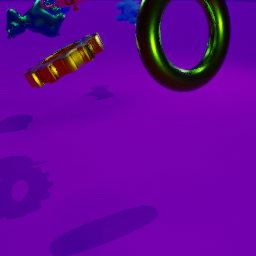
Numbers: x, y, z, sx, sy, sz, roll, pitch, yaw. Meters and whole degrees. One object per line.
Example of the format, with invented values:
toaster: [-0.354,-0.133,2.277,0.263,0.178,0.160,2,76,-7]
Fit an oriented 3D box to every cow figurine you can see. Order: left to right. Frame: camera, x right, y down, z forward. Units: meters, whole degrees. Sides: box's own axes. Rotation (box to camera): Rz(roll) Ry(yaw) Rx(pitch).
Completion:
cow figurine: [-2.506,-2.764,7.493,1.375,1.353,0.755,29,-19,-19]
cow figurine: [0.175,-4.340,10.340,1.437,0.789,1.414,30,44,34]

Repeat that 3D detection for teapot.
teapot: [-1.133,-2.782,5.771,1.410,0.690,0.877,-18,27,-3]

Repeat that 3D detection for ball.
ball: [-2.027,-3.621,7.932,0.880,0.880,0.880,0,27,0]

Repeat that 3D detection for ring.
ring: [0.879,-1.412,4.200,1.748,1.748,0.350,-15,18,-27]

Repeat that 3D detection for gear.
gear: [-1.176,-1.261,5.186,1.522,0.281,1.522,-23,26,12]
